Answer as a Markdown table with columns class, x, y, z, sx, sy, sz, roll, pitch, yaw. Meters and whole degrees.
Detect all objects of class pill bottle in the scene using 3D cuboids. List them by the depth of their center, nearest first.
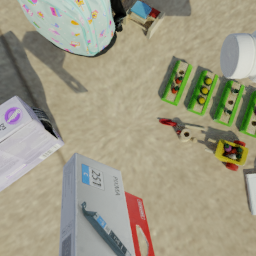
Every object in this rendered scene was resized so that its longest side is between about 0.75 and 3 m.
| class | x | y | z | sx | sy | sz | roll | pitch | yaw |
| --- | --- | --- | --- | --- | --- | --- | --- | --- | --- |
| pill bottle | 2.443 | -1.203 | 4.654 | 1.606 | 0.918 | 0.918 | -2 | 78 | -5 |

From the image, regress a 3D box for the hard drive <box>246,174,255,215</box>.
| class | x | y | z | sx | sy | sz | roll | pitch | yaw |
| --- | --- | --- | --- | --- | --- | --- | --- | --- | --- |
| hard drive | 3.343 | 1.635 | 6.984 | 0.650 | 0.130 | 0.986 | -4 | 77 | -1 |

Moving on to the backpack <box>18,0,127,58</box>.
| class | x | y | z | sx | sy | sz | roll | pitch | yaw |
| --- | --- | --- | --- | --- | --- | --- | --- | --- | --- |
| backpack | -1.333 | -2.876 | 6.573 | 2.360 | 2.828 | 1.790 | 17 | 79 | 3 |

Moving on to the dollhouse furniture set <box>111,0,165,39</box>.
| class | x | y | z | sx | sy | sz | roll | pitch | yaw |
| --- | --- | --- | --- | --- | --- | --- | --- | --- | --- |
| dollhouse furniture set | 0.185 | -3.736 | 7.483 | 1.966 | 1.385 | 1.377 | 33 | 75 | 5 |

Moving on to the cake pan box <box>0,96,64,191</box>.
| class | x | y | z | sx | sy | sz | roll | pitch | yaw |
| --- | --- | --- | --- | --- | --- | --- | --- | --- | --- |
| cake pan box | -2.779 | 0.622 | 6.007 | 2.682 | 2.470 | 0.702 | -37 | 80 | -6 |

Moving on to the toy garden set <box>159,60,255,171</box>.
| class | x | y | z | sx | sy | sz | roll | pitch | yaw |
| --- | --- | --- | --- | --- | --- | --- | --- | --- | --- |
| toy garden set | 2.144 | -0.357 | 7.202 | 2.683 | 0.535 | 2.237 | 22 | 79 | 5 |

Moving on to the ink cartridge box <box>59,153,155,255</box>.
| class | x | y | z | sx | sy | sz | roll | pitch | yaw |
| --- | --- | --- | --- | --- | --- | --- | --- | --- | --- |
| ink cartridge box | -0.124 | 1.281 | 3.640 | 1.539 | 1.747 | 0.391 | 28 | 118 | -28 |
